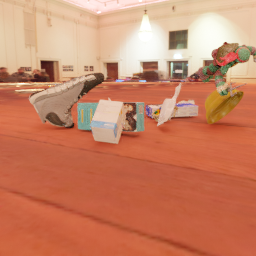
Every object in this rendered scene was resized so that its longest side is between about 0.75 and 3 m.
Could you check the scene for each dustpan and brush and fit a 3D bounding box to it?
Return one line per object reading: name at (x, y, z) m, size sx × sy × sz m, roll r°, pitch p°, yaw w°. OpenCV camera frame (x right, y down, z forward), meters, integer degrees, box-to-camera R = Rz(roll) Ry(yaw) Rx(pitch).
dustpan and brush at (1.272, -0.710, 8.345) m, size 0.398 × 1.392 × 0.971 m, roll 13°, pitch -6°, yaw -4°

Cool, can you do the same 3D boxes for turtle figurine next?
turtle figurine at (2.787, -1.764, 7.540) m, size 1.710 × 1.150 × 2.284 m, roll -36°, pitch 15°, yaw -3°

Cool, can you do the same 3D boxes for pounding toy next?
pounding toy at (1.301, -0.557, 9.479) m, size 0.811 × 0.371 × 0.713 m, roll -40°, pitch 22°, yaw -8°

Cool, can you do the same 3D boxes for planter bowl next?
planter bowl at (2.943, -0.837, 9.034) m, size 1.451 × 1.451 × 0.604 m, roll -11°, pitch 54°, yaw -43°

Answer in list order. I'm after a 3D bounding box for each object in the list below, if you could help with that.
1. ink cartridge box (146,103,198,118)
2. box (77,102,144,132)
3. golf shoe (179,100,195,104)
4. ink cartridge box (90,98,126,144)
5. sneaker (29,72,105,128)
ink cartridge box at (1.652, -0.675, 10.652) m, size 1.806 × 0.399 × 0.849 m, roll -3°, pitch 14°, yaw -11°
box at (-0.505, -0.320, 7.854) m, size 1.930 × 0.794 × 0.474 m, roll 2°, pitch 5°, yaw 27°
golf shoe at (2.521, -1.010, 12.358) m, size 0.828 × 0.324 × 0.402 m, roll -13°, pitch 30°, yaw 24°
ink cartridge box at (-0.446, -0.207, 6.803) m, size 0.603 × 0.619 × 0.962 m, roll 8°, pitch 56°, yaw 13°
sneaker at (-1.663, -0.745, 8.518) m, size 2.386 × 1.378 × 0.895 m, roll -18°, pitch 10°, yaw 9°
